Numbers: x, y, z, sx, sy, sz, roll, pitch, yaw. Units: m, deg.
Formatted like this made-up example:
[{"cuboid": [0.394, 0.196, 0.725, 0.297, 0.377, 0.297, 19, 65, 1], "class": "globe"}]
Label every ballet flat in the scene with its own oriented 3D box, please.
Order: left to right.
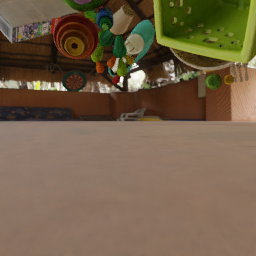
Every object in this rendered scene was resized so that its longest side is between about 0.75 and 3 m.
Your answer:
[{"cuboid": [0.077, -3.061, 11.443, 2.878, 0.969, 1.013, -48, -2, 41], "class": "ballet flat"}]

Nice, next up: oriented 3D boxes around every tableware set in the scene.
[{"cuboid": [3.853, -3.037, 11.458, 1.847, 2.741, 0.421, -8, 5, 27], "class": "tableware set"}]

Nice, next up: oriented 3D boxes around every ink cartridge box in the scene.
[{"cuboid": [-2.973, -3.685, 9.112, 2.551, 1.390, 0.642, -31, -20, -37], "class": "ink cartridge box"}]

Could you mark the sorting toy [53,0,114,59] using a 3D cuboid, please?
[{"cuboid": [-1.144, -2.900, 7.280, 1.570, 2.612, 1.072, 6, 36, -10], "class": "sorting toy"}]

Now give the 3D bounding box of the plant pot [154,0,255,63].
[{"cuboid": [1.950, -2.800, 5.486, 2.210, 2.221, 2.016, 27, 47, 38], "class": "plant pot"}]

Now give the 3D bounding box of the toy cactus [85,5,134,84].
[{"cuboid": [-0.470, -3.124, 9.468, 1.421, 2.778, 2.292, -10, -15, -36], "class": "toy cactus"}]

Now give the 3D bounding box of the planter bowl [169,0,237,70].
[{"cuboid": [2.643, -3.013, 8.725, 2.724, 2.724, 1.834, 1, -1, 19], "class": "planter bowl"}]
